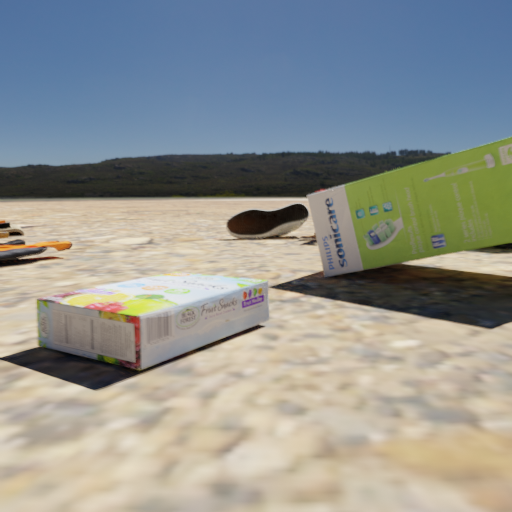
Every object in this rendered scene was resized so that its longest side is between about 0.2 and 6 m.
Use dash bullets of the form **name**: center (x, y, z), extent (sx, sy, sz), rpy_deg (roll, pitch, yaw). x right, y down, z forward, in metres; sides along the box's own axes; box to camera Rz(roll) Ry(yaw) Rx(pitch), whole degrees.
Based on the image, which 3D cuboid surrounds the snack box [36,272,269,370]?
- **snack box**: center (-0.788, 0.453, 4.616), extent (1.134, 0.422, 1.594), rpy_deg (5, 9, 35)

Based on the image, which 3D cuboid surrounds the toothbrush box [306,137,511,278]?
- **toothbrush box**: center (2.442, -0.626, 7.542), extent (2.810, 1.210, 2.046), rpy_deg (-12, 0, 32)

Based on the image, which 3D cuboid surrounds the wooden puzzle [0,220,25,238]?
- **wooden puzzle**: center (-6.658, -0.670, 13.730), extent (1.889, 0.327, 2.799), rpy_deg (-5, 8, -33)

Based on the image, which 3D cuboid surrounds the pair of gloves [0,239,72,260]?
- **pair of gloves**: center (-4.400, -0.060, 9.294), extent (2.146, 0.265, 1.912), rpy_deg (2, 8, 36)

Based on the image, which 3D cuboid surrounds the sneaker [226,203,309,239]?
- **sneaker**: center (0.233, -0.654, 13.073), extent (2.002, 0.729, 0.847), rpy_deg (-10, -23, -17)

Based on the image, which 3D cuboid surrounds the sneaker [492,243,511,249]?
- **sneaker**: center (4.415, -0.630, 10.967), extent (3.077, 0.924, 1.605), rpy_deg (-3, 9, -19)

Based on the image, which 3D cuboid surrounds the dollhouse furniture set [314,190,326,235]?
- **dollhouse furniture set**: center (1.672, -0.979, 13.107), extent (0.832, 1.101, 2.046), rpy_deg (4, 9, 19)
